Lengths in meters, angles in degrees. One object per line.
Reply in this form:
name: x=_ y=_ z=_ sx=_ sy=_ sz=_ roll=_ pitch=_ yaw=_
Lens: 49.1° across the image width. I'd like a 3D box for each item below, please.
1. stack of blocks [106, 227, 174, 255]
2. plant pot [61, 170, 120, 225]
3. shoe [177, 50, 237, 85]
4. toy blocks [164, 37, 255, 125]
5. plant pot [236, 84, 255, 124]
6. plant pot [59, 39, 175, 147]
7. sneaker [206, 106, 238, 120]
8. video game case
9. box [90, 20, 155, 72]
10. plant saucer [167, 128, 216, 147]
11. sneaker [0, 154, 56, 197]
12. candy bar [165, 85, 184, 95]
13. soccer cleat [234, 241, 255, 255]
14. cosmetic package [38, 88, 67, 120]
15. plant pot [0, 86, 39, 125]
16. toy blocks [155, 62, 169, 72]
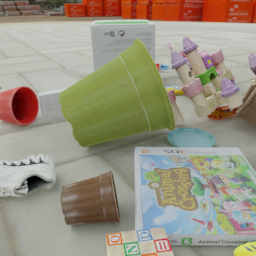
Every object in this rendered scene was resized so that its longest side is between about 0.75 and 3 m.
stack of blocks: x=0.231 y=2.089 z=3.650 sx=0.905 sy=0.460 sz=1.571 roll=-4 pitch=26 yaw=-8
plant pot: x=-0.656 y=1.284 z=4.960 sx=0.917 sy=0.926 sz=0.926 roll=-10 pitch=26 yaw=-2
shoe: x=3.572 y=-2.783 z=12.871 sx=2.985 sy=1.358 sz=1.066 roll=22 pitch=33 yaw=39
toy blocks: x=2.358 y=-1.800 z=8.355 sx=2.537 sy=2.285 sz=2.714 roll=-34 pitch=11 yaw=-40
plant pot: x=4.895 y=-0.974 z=7.713 sx=2.570 sy=2.947 sz=2.947 roll=33 pitch=35 yaw=14
plant pot: x=-0.404 y=-0.660 z=7.361 sx=2.417 sy=2.545 sz=2.545 roll=-23 pitch=27 yaw=-1
sneaker: x=3.106 y=-0.514 z=9.332 sx=1.259 sy=0.459 sz=0.486 roll=-5 pitch=1 yaw=-12
video game case: x=1.439 y=1.183 z=5.733 sx=2.603 sy=0.315 sz=2.860 roll=0 pitch=26 yaw=1
box: x=-0.233 y=-3.351 z=12.510 sx=2.676 sy=2.690 sz=2.304 roll=-2 pitch=24 yaw=-3
plant saucer: x=1.724 y=0.339 z=7.686 sx=1.299 sy=0.178 sz=1.299 roll=1 pitch=25 yaw=0
sneaker: x=-2.408 y=1.069 z=5.623 sx=1.932 sy=0.726 sz=0.783 roll=-11 pitch=36 yaw=-20
candy bar: x=0.957 y=-1.492 z=11.393 sx=2.878 sy=0.319 sz=0.718 roll=-4 pitch=26 yaw=-7
soccer cleat: x=2.081 y=1.940 z=4.159 sx=0.938 sy=0.303 sz=0.392 roll=4 pitch=26 yaw=6
cosmetic package: x=-2.344 y=-0.823 z=9.338 sx=1.135 sy=0.856 sz=0.293 roll=-15 pitch=29 yaw=-29
plant pot: x=-3.639 y=-0.695 z=8.841 sx=1.081 sy=1.222 sz=1.222 roll=1 pitch=24 yaw=22
toy blocks: x=1.351 y=-3.136 z=14.607 sx=1.432 sy=0.520 sz=1.193 roll=9 pitch=26 yaw=18
